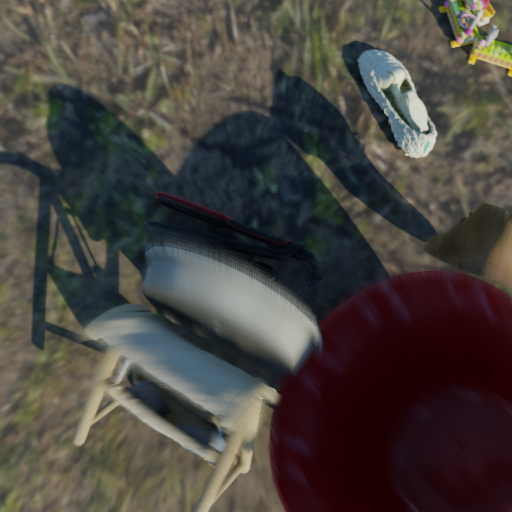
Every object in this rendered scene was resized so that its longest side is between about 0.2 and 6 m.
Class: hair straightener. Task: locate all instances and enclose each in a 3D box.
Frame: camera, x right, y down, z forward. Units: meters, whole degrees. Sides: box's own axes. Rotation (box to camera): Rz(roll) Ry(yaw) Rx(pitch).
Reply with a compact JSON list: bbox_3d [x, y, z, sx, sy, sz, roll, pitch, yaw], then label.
[{"bbox_3d":[-0.361,0.006,8.187,2.802,0.573,1.078,21,78,0],"label":"hair straightener"}]

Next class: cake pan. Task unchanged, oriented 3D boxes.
[{"bbox_3d":[-0.382,0.731,6.823,2.401,2.401,0.440,26,70,6],"label":"cake pan"}]

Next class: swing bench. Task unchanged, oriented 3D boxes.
[{"bbox_3d":[-0.944,1.732,6.631,1.956,1.276,1.967,29,122,20],"label":"swing bench"}]

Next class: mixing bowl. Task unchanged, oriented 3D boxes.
[{"bbox_3d":[2.014,2.084,6.608,1.846,3.407,3.407,42,77,-32],"label":"mixing bowl"}]

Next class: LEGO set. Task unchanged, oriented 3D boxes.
[{"bbox_3d":[3.745,-3.654,8.775,1.078,0.873,2.344,-34,79,-7],"label":"LEGO set"}]

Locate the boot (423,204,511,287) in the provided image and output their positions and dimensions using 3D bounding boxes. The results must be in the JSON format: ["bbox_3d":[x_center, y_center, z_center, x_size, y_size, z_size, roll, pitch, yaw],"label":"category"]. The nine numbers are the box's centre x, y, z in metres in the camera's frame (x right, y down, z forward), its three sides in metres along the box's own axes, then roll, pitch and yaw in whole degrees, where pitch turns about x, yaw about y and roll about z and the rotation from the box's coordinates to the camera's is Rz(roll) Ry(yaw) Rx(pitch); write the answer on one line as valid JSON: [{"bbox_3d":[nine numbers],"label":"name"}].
[{"bbox_3d":[2.830,-0.194,7.209,0.839,2.278,0.860,16,95,-2],"label":"boot"}]

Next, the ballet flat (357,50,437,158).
[{"bbox_3d":[2.243,-2.475,8.628,0.718,0.718,2.001,-24,78,-5],"label":"ballet flat"}]
